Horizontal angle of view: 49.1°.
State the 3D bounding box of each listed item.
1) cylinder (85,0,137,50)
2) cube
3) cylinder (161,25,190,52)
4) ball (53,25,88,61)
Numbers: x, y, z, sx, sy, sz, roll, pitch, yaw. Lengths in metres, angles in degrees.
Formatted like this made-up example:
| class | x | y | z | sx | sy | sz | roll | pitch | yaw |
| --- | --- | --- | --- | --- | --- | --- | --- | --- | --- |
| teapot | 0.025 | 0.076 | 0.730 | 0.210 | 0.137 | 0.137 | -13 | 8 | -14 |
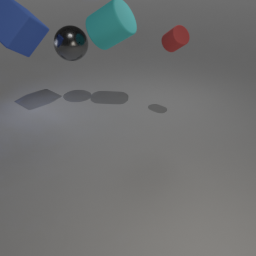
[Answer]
| class | x | y | z | sx | sy | sz | roll | pitch | yaw |
| --- | --- | --- | --- | --- | --- | --- | --- | --- | --- |
| cylinder | -0.623 | -3.861 | 10.488 | 1.400 | 1.400 | 1.400 | -19 | 19 | 32 |
| cube | -4.120 | -3.744 | 10.399 | 1.400 | 1.400 | 1.400 | 42 | 9 | 10 |
| cylinder | 1.632 | -3.069 | 9.652 | 0.700 | 0.700 | 0.700 | -19 | 1 | -30 |
| ball | -2.322 | -3.443 | 11.425 | 1.400 | 1.400 | 1.400 | 0 | 30 | 0 |
